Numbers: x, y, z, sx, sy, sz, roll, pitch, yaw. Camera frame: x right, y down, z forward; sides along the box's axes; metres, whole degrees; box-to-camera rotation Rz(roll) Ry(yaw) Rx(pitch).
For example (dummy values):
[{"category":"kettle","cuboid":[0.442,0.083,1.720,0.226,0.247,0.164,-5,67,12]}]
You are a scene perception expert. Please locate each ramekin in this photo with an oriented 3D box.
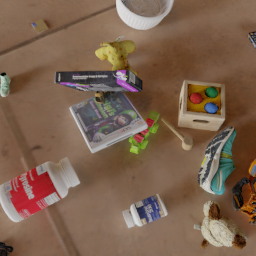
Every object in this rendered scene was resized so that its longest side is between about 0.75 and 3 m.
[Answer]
[{"category":"ramekin","cuboid":[0.676,-5.790,12.763,2.595,1.362,2.595,2,80,-10]}]

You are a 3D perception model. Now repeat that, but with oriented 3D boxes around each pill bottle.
[{"category":"pill bottle","cuboid":[-2.833,1.925,9.163,2.342,1.315,1.315,-27,66,-13]},{"category":"pill bottle","cuboid":[0.538,2.707,9.046,1.322,0.733,0.733,-22,65,-3]}]

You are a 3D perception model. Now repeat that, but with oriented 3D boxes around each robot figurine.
[{"category":"robot figurine","cuboid":[4.726,2.024,9.406,1.993,0.800,2.748,29,67,16]}]

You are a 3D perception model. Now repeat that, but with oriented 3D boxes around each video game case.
[{"category":"video game case","cuboid":[-0.802,-0.420,10.637,2.230,0.286,2.453,-24,51,-12]}]

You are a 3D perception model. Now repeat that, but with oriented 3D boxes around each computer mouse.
[{"category":"computer mouse","cuboid":[-4.039,4.028,8.705,0.587,0.224,0.848,20,65,9]}]

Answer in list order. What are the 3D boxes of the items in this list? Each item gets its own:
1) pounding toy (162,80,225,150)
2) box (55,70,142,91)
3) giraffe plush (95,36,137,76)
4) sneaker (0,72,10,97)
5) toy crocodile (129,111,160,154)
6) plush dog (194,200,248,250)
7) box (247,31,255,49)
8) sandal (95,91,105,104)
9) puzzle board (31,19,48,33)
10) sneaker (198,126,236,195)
[{"category":"pounding toy","cuboid":[2.417,-0.508,10.509,2.206,1.149,2.511,7,63,3]},{"category":"box","cuboid":[-0.987,-1.693,10.214,2.709,1.937,0.489,1,89,15]},{"category":"giraffe plush","cuboid":[-0.332,-2.701,11.553,1.671,1.937,1.570,-15,92,-10]},{"category":"sneaker","cuboid":[-5.118,-1.815,11.493,0.370,0.593,1.005,-3,64,-3]},{"category":"toy crocodile","cuboid":[0.614,0.130,10.488,0.665,0.608,1.969,29,66,14]},{"category":"plush dog","cuboid":[2.796,3.089,8.509,1.325,1.419,1.652,-37,69,-17]},{"category":"box","cuboid":[6.073,-4.096,12.879,0.848,0.211,0.842,-13,63,-7]},{"category":"sandal","cuboid":[-1.120,-1.312,11.061,0.410,0.276,1.021,-9,45,3]},{"category":"puzzle board","cuboid":[-4.204,-4.848,13.349,0.566,0.065,0.751,-30,66,-13]},{"category":"sneaker","cuboid":[3.303,1.129,9.953,1.027,0.999,2.578,30,70,-7]}]
